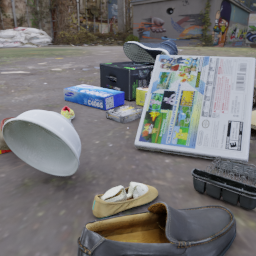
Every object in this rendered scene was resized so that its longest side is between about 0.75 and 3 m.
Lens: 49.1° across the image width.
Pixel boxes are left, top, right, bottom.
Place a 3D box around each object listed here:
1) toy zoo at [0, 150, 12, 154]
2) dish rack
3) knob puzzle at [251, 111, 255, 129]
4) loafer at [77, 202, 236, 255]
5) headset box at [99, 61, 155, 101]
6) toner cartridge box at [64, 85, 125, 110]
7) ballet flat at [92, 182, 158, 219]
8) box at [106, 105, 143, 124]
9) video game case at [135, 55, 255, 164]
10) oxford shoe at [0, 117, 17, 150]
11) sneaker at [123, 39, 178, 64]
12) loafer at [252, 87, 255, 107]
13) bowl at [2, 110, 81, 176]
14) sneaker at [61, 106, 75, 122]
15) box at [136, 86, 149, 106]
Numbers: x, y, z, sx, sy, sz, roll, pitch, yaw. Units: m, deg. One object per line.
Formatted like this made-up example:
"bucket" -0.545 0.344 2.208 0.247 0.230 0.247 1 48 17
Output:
"toy zoo" -3.482 0.367 7.483 1.955 0.200 1.283 -15 25 -36
"dish rack" 2.125 0.945 5.543 1.262 0.449 1.646 16 25 35
"knob puzzle" 4.650 -0.052 8.364 2.811 0.390 2.811 0 20 0
"loafer" 0.506 1.391 3.651 2.412 0.872 0.878 -10 21 -28
"headset box" 0.377 -2.351 13.264 2.993 1.388 2.606 -13 23 -31
"toner cartridge box" -1.442 -1.320 11.657 2.475 0.534 1.176 16 25 37
"ballet flat" 0.005 1.182 4.904 1.337 0.421 0.459 -13 24 -33
"box" -0.086 -0.496 9.775 0.873 0.266 1.102 18 27 41
"video game case" 1.796 -0.659 7.354 2.702 0.326 2.964 7 65 19
"oxford shoe" -2.363 0.210 7.207 2.091 0.782 0.737 7 32 -51
"sneaker" 1.153 -3.676 13.224 2.442 0.928 1.764 22 39 25
"loafer" 4.052 -1.449 11.369 2.667 0.973 0.951 13 23 32
"bowl" -1.559 0.188 5.559 1.622 1.622 0.729 8 47 20
"sneaker" -2.062 -0.535 9.576 0.417 0.482 1.068 -4 19 -6
"box" 1.688 -1.488 11.874 1.078 0.718 2.865 19 26 41
